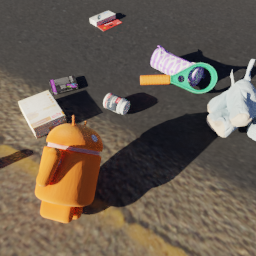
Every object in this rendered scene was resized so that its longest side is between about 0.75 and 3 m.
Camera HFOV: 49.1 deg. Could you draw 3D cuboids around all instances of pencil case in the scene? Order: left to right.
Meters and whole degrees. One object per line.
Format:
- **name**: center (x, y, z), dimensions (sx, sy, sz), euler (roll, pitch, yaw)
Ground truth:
- **pencil case**: center (2.065, -2.595, 11.788), dimensions (2.318, 0.991, 0.973), euler (31, 36, 25)

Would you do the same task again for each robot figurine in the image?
- **robot figurine**: center (-1.588, 1.086, 7.703), dimensions (2.014, 1.633, 2.801), euler (14, 83, -35)

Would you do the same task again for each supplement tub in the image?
- **supplement tub**: center (-0.435, -0.910, 10.599), dimensions (0.875, 0.614, 0.614), euler (24, 53, 19)

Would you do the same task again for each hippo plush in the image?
- **hippo plush**: center (4.139, -0.545, 9.819), dimensions (2.030, 2.011, 2.525), euler (26, 69, -17)

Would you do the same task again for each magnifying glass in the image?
- **magnifying glass**: center (1.972, -1.923, 10.997), dimensions (2.977, 1.185, 0.333), euler (-1, 5, 5)

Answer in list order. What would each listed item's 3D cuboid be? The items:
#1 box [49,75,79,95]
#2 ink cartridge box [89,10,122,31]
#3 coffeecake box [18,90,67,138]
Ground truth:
- **box**: center (-2.664, -1.790, 11.641), dimensions (1.093, 0.197, 0.781), euler (-16, 52, -11)
- **ink cartridge box**: center (-1.181, -5.773, 15.017), dimensions (1.337, 0.299, 1.178), euler (-34, 56, -26)
- **coffeecake box**: center (-3.139, -0.542, 10.299), dimensions (1.210, 0.576, 1.577), euler (-26, 54, -20)
